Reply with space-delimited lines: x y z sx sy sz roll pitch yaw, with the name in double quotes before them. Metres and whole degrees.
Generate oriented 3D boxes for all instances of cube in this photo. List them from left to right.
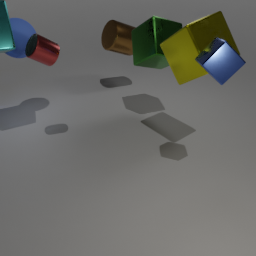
"cube" -4.411 -3.002 8.540 1.400 1.400 1.400 -15 17 -29
"cube" 1.110 -3.131 10.524 1.400 1.400 1.400 -1 -5 -34
"cube" 2.078 -2.291 8.200 1.400 1.400 1.400 -30 7 -24
"cube" 2.085 -1.537 6.406 0.700 0.700 0.700 39 19 -17

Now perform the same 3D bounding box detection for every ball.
"ball" -4.012 -3.251 10.162 1.400 1.400 1.400 0 30 0

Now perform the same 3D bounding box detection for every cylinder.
"cylinder" -2.416 -2.197 7.919 0.700 0.700 0.700 17 12 -45
"cylinder" -0.345 -4.307 13.469 1.400 1.400 1.400 3 23 -37
